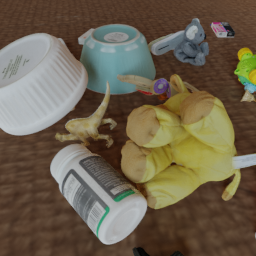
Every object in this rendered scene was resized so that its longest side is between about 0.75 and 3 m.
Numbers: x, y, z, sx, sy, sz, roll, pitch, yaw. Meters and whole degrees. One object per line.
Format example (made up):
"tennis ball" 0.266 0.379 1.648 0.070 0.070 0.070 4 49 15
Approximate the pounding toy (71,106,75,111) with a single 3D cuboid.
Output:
"pounding toy" -2.123 -1.247 8.573 0.919 0.922 1.607 -4 40 -12

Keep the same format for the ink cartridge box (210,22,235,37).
"ink cartridge box" 4.404 -4.675 13.135 0.762 0.298 1.609 0 38 0

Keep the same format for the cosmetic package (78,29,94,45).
"cosmetic package" -1.488 -3.966 12.268 0.888 0.304 1.178 13 42 19

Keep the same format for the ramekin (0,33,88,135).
"ramekin" -2.666 -1.324 7.601 2.928 1.364 2.928 -14 47 15

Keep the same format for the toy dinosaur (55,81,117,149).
"toy dinosaur" -0.837 -0.028 6.609 1.169 2.313 0.673 24 44 -37

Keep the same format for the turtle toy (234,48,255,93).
"turtle toy" 4.465 -1.724 8.987 2.162 1.093 1.576 0 47 -2

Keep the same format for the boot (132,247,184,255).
"boot" 0.584 2.298 4.828 0.698 0.351 0.933 -31 60 -22

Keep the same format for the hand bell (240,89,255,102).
"hand bell" 3.937 -0.849 8.625 0.794 0.413 0.413 26 46 12

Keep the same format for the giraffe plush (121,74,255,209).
"giraffe plush" 1.232 0.027 6.207 2.945 2.541 2.388 2 32 -10

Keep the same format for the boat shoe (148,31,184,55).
"boat shoe" 1.740 -3.578 11.495 2.044 0.736 0.634 -23 44 -21

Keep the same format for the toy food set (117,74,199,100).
"toy food set" 0.938 -1.015 8.064 1.603 0.397 2.521 21 -3 -41

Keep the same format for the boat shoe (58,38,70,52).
"boat shoe" -2.696 -3.165 11.186 0.408 0.495 1.441 -19 46 -20

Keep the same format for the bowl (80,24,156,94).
"bowl" -0.421 -2.565 9.660 2.838 1.484 2.838 -1 41 1

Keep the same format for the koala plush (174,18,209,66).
"koala plush" 2.428 -3.313 10.604 1.325 1.442 1.279 13 43 16

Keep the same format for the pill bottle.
"pill bottle" -0.651 1.201 5.555 1.106 1.106 1.956 -28 48 -29
